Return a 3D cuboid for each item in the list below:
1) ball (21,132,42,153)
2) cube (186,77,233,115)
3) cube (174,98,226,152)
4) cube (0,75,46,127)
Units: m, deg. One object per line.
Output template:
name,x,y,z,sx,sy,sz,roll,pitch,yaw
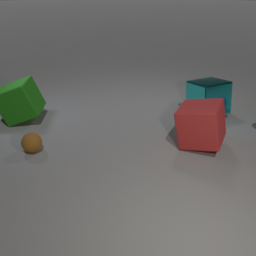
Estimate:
ball,-3.317,0.504,9.651,0.700,0.700,0.700,0,28,0
cube,3.471,-1.338,12.126,1.400,1.400,1.400,-12,23,-19
cube,2.552,-0.137,9.776,1.400,1.400,1.400,1,26,29
cube,-4.462,-1.126,11.563,1.400,1.400,1.400,-18,27,8
